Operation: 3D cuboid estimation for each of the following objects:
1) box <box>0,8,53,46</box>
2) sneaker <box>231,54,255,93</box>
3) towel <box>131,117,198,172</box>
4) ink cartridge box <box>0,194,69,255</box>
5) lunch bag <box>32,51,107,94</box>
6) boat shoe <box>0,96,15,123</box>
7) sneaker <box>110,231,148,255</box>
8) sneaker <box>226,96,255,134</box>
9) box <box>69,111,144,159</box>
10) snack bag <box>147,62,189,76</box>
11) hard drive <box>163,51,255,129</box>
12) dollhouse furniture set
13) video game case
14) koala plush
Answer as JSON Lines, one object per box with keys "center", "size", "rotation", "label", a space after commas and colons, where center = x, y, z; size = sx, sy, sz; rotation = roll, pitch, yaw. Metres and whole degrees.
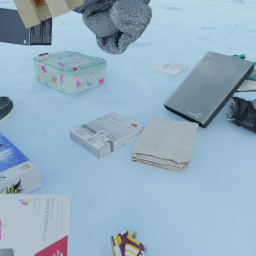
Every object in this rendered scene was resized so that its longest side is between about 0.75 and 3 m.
{"center": [-2.998, -2.671, 7.380], "size": [1.574, 0.820, 1.433], "rotation": [8, 18, 4], "label": "box"}
{"center": [3.350, -1.702, 8.828], "size": [1.161, 1.193, 2.995], "rotation": [-4, 6, -35], "label": "sneaker"}
{"center": [0.954, 0.297, 6.841], "size": [1.322, 0.344, 1.995], "rotation": [11, 33, 15], "label": "towel"}
{"center": [-1.710, 1.600, 3.714], "size": [1.786, 0.765, 1.318], "rotation": [5, 49, -15], "label": "ink cartridge box"}
{"center": [-2.101, -2.156, 10.249], "size": [2.574, 0.992, 2.064], "rotation": [27, 40, 36], "label": "lunch bag"}
{"center": [-4.253, -0.384, 7.512], "size": [0.969, 0.800, 2.587], "rotation": [22, 38, 32], "label": "boat shoe"}
{"center": [0.096, 1.946, 4.055], "size": [0.500, 0.416, 1.111], "rotation": [-15, 35, -12], "label": "sneaker"}
{"center": [3.537, -0.617, 7.853], "size": [1.250, 0.829, 2.197], "rotation": [21, 39, 27], "label": "sneaker"}
{"center": [-0.540, 0.120, 7.165], "size": [1.504, 0.310, 1.172], "rotation": [-28, 42, -36], "label": "box"}
{"center": [1.669, -2.497, 11.629], "size": [1.353, 0.145, 1.276], "rotation": [20, 37, 30], "label": "snack bag"}
{"center": [2.266, -1.156, 8.043], "size": [2.231, 0.367, 1.557], "rotation": [-50, 44, -7], "label": "hard drive"}
{"center": [-0.756, -2.770, 4.753], "size": [2.085, 1.086, 2.108], "rotation": [-6, 32, 29], "label": "dollhouse furniture set"}
{"center": [-3.322, 0.910, 5.635], "size": [2.190, 0.549, 2.416], "rotation": [-26, 40, -37], "label": "video game case"}
{"center": [-0.941, -3.701, 7.901], "size": [2.892, 2.658, 2.565], "rotation": [24, 64, -19], "label": "koala plush"}
